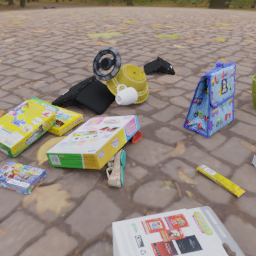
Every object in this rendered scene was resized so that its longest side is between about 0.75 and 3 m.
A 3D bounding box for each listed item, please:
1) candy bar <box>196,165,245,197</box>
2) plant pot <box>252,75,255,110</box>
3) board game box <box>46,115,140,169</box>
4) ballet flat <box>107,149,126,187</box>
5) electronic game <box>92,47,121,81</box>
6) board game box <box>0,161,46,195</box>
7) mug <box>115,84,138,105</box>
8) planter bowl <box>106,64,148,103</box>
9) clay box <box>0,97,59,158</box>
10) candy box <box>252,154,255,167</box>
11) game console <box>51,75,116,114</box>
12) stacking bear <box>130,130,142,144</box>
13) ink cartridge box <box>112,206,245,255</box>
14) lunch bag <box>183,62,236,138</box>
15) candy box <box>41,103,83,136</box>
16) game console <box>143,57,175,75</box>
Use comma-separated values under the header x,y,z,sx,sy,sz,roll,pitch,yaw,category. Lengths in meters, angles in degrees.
x,y,z,sx,sy,sz,roll,pitch,yaw,category
2.883,1.627,8.891,0.418,0.186,1.676,-18,34,-34,candy bar
6.382,-1.558,13.034,1.410,1.507,1.410,0,30,0,plant pot
-1.154,0.416,9.990,2.162,0.570,2.825,-2,26,32,board game box
-0.406,1.261,9.181,0.574,0.581,1.707,-6,28,6,ballet flat
-1.003,-2.973,13.017,1.583,1.583,0.329,20,4,30,electronic game
-3.500,1.565,8.929,1.439,0.248,0.974,10,32,17,board game box
-0.146,-1.388,11.657,0.790,0.901,0.665,-24,1,-38,mug
0.161,-2.375,13.579,2.324,0.968,2.324,16,48,-18,planter bowl
-4.009,-0.137,10.863,1.509,0.625,2.626,26,46,19,clay box
4.873,1.355,9.105,0.971,0.435,1.425,-5,31,-9,candy box
-2.125,-1.469,14.139,2.310,1.528,2.626,-20,20,28,game console
0.102,0.195,11.099,0.507,0.542,0.892,-16,27,-34,stacking bear
1.118,3.034,5.514,2.390,1.141,2.722,-7,31,-12,ink cartridge box
3.494,-1.360,11.422,2.093,2.780,1.308,-26,39,-37,lunch bag
-3.524,-0.503,12.329,2.865,0.378,1.464,17,35,27,candy box
2.020,-3.820,18.238,1.656,1.096,1.883,26,27,-15,game console
